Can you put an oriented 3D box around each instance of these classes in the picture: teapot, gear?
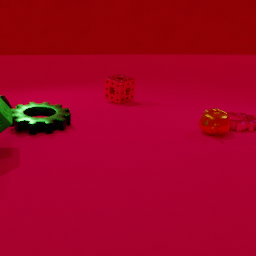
[{"bbox_3d":[2.377,-0.192,7.645,0.862,0.678,1.386,6,27,11],"label":"teapot"},{"bbox_3d":[3.251,-0.209,8.529,1.415,0.262,1.415,0,16,0],"label":"gear"},{"bbox_3d":[-2.610,-0.332,8.327,1.781,0.329,1.781,5,23,-2],"label":"gear"}]

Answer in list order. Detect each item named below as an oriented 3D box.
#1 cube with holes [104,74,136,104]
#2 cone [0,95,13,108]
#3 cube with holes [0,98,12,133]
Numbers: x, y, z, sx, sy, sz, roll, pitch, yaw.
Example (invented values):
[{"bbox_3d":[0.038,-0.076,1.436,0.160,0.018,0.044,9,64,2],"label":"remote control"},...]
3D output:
[{"bbox_3d":[-0.349,-1.692,12.032,0.930,0.930,0.930,25,34,35],"label":"cube with holes"},{"bbox_3d":[-3.710,-0.375,8.767,0.968,0.964,0.964,28,19,2],"label":"cone"},{"bbox_3d":[-3.371,-0.315,5.947,1.212,1.212,1.212,-38,26,-7],"label":"cube with holes"}]
